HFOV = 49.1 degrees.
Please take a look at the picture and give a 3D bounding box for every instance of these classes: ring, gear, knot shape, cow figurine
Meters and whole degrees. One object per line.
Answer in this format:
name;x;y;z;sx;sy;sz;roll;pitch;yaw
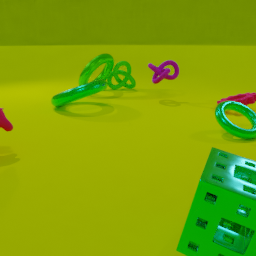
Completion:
ring;2.625;-0.210;6.658;1.178;0.236;1.178;10;46;-10
ring;-1.592;-1.157;9.227;1.941;0.388;1.941;-19;9;3
gear;3.416;-0.849;8.783;1.181;0.218;1.181;-16;11;3
knot shape;-0.264;-2.321;12.272;1.340;1.254;0.619;9;27;5
ring;-1.293;-2.273;11.602;0.377;1.883;1.883;43;32;12
knot shape;1.216;-1.977;10.028;1.151;0.532;1.077;9;44;17
cow figurine;-2.848;-0.136;5.216;1.066;1.049;0.585;-41;24;-19

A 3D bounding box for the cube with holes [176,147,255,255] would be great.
cube with holes;1.111;0.857;2.894;0.858;0.858;0.858;19;23;18
